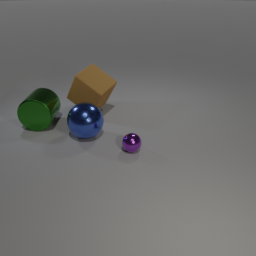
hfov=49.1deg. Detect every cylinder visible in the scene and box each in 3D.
[{"bbox_3d":[-3.678,-0.796,11.701,1.400,1.400,1.400,1,28,3],"label":"cylinder"}]

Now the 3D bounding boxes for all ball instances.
[{"bbox_3d":[-1.632,-0.287,10.748,1.400,1.400,1.400,0,28,0],"label":"ball"},{"bbox_3d":[0.137,0.523,10.007,0.700,0.700,0.700,0,28,0],"label":"ball"}]

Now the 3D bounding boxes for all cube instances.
[{"bbox_3d":[-1.593,-1.691,12.361,1.400,1.400,1.400,37,44,3],"label":"cube"}]
